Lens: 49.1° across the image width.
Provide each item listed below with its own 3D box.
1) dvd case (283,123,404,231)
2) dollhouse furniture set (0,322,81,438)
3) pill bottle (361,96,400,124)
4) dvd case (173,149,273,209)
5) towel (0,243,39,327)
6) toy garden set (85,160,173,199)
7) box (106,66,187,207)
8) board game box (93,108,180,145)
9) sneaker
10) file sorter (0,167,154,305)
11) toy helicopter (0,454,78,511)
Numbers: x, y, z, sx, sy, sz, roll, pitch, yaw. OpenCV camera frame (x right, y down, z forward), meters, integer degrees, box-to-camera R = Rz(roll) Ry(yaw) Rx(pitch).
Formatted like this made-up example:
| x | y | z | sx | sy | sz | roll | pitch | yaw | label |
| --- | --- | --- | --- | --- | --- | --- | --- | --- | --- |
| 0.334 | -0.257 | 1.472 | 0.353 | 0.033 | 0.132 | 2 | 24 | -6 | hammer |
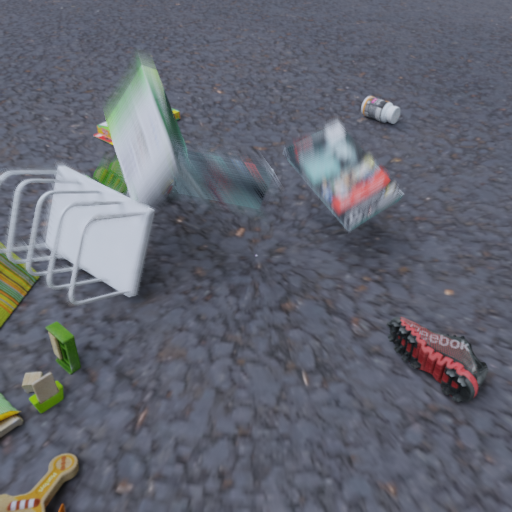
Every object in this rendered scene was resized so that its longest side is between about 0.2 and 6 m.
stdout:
| x | y | z | sx | sy | sz | roll | pitch | yaw | label |
| --- | --- | --- | --- | --- | --- | --- | --- | --- | --- |
| 1.548 | -1.449 | 9.969 | 1.361 | 0.205 | 1.865 | -31 | 75 | -27 | dvd case |
| -3.323 | 1.747 | 7.683 | 0.927 | 0.716 | 1.854 | 30 | 47 | 33 | dollhouse furniture set |
| 3.347 | -3.902 | 15.034 | 0.944 | 0.549 | 0.549 | 30 | 47 | 32 | pill bottle |
| -0.548 | -1.169 | 8.752 | 1.450 | 1.058 | 0.160 | 12 | 63 | -7 | dvd case |
| -4.476 | 0.800 | 8.733 | 1.166 | 0.245 | 2.710 | 41 | 35 | -19 | towel |
| -2.598 | -1.540 | 11.587 | 1.340 | 0.321 | 1.607 | 35 | 44 | 12 | toy garden set |
| -1.912 | -2.038 | 9.650 | 0.361 | 1.432 | 1.985 | 2 | 57 | -44 | box |
| -3.136 | -3.479 | 14.726 | 1.041 | 0.327 | 2.179 | 26 | 48 | 31 | board game box |
| 2.681 | 1.400 | 8.242 | 0.795 | 0.575 | 1.628 | -26 | 47 | -28 | sneaker |
| -3.061 | -0.376 | 9.091 | 2.228 | 1.546 | 1.387 | 26 | 20 | 27 | file sorter |
| -2.493 | 2.865 | 6.422 | 0.992 | 0.592 | 1.500 | 7 | 27 | 17 | toy helicopter |
